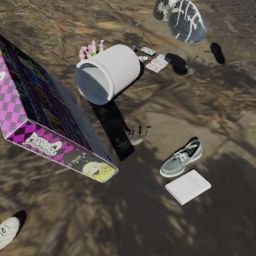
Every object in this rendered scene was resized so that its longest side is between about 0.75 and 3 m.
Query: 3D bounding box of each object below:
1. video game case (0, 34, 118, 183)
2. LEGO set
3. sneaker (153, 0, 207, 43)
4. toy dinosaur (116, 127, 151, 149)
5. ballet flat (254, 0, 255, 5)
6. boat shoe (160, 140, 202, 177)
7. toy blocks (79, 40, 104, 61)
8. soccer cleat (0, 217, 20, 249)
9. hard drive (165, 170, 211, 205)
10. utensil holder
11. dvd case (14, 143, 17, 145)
[{"bbox_3d":[-1.594,-0.413,5.613,0.518,2.623,2.893,-40,54,6],"label":"video game case"},{"bbox_3d":[0.779,-3.027,12.427,1.885,0.463,1.408,30,47,16],"label":"LEGO set"},{"bbox_3d":[1.196,-2.232,5.621,0.757,0.681,1.754,3,40,-25],"label":"sneaker"},{"bbox_3d":[0.153,0.307,8.345,1.212,0.466,0.620,-9,52,-19],"label":"toy dinosaur"},{"bbox_3d":[3.070,-2.856,6.298,0.581,0.581,1.564,3,54,3],"label":"ballet flat"},{"bbox_3d":[1.466,0.788,7.642,1.524,0.471,0.555,-27,47,-29],"label":"boat shoe"},{"bbox_3d":[-1.535,-3.420,12.301,1.075,0.969,1.151,4,40,5],"label":"toy blocks"},{"bbox_3d":[-2.774,2.322,5.779,0.454,0.508,1.310,20,44,23],"label":"soccer cleat"},{"bbox_3d":[1.522,1.479,7.086,0.962,0.128,0.634,-23,45,-25],"label":"hard drive"},{"bbox_3d":[-0.676,-1.981,10.092,1.628,1.628,1.916,24,44,26],"label":"utensil holder"},{"bbox_3d":[-2.996,0.263,8.592,0.611,0.066,0.822,8,40,10],"label":"dvd case"}]
